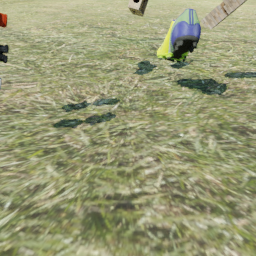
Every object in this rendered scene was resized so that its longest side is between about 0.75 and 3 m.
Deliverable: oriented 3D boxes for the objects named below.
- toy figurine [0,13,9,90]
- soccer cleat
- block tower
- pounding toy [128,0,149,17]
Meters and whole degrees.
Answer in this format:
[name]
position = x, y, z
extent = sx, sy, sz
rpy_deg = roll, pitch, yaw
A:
[toy figurine]
position = -3.397, -1.765, 6.244
extent = 1.160, 1.641, 1.667
rpy_deg = 4, 58, -31
[soccer cleat]
position = 1.638, -2.913, 9.150
extent = 0.945, 1.223, 2.923
rpy_deg = 4, 1, -7
[block tower]
position = 3.154, -3.837, 8.881
extent = 0.501, 0.468, 1.734
rpy_deg = -39, 3, -35
[pounding toy]
position = 0.388, -4.769, 10.049
extent = 0.511, 1.117, 0.981
rpy_deg = 21, 6, 15
